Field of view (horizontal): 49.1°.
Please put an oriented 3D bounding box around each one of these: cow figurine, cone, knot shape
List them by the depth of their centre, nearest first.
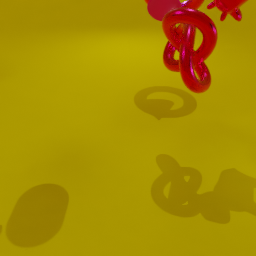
[{"bbox_3d":[2.159,-2.626,5.052,0.842,1.509,1.534,46,27,6],"label":"cow figurine"},{"bbox_3d":[1.128,-1.580,5.539,0.766,1.657,1.551,-19,29,-3],"label":"knot shape"},{"bbox_3d":[1.060,-3.703,7.751,1.019,1.023,1.019,0,72,1],"label":"cone"}]

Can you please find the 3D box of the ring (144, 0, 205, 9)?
[{"bbox_3d":[1.326,-4.066,8.297,1.979,1.979,0.396,10,73,14],"label":"ring"}]
